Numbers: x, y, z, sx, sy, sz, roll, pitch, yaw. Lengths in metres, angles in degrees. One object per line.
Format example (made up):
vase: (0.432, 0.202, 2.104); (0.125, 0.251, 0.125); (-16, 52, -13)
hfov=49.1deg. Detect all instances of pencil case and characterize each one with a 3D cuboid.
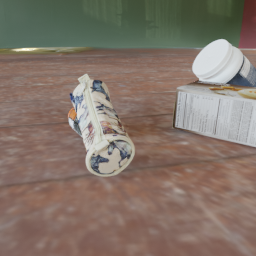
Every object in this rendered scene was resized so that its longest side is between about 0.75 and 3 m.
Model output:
pencil case: (-0.565, -0.100, 5.492); (0.886, 1.019, 2.278); (-33, 41, 7)

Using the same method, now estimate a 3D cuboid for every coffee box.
coffee box: (2.767, -0.410, 7.044); (2.821, 1.125, 1.614); (14, 22, 32)

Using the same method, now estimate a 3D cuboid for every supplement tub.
supplement tub: (3.150, -1.572, 8.678); (2.064, 1.448, 1.448); (34, 5, -26)
supplement tub: (-1.089, -0.160, 7.080); (0.676, 0.676, 1.103); (-10, 23, -27)
